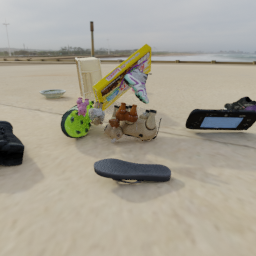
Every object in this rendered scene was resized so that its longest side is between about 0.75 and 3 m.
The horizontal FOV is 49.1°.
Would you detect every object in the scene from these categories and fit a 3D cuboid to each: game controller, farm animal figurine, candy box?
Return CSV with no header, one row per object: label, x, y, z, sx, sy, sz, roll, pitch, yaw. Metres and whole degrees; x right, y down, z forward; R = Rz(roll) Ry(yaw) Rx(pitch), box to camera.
game controller,3.231,-0.271,9.751,2.370,0.499,1.236,1,-18,-1
farm animal figurine,-0.445,-0.161,9.371,2.561,1.288,2.068,10,1,41
candy box,-0.146,-1.901,10.706,0.367,1.421,2.781,41,71,20

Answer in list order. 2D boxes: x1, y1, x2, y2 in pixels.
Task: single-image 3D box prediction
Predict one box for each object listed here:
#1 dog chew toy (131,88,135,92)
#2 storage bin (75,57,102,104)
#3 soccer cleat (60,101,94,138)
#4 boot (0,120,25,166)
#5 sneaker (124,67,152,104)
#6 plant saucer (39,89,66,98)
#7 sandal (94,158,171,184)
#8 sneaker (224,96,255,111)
dog chew toy,0.644,-2.640,18.895,0.876,0.546,0.546,-4,15,16
storage bin,-2.113,-2.632,15.416,1.147,2.429,2.447,-9,18,-12
soccer cleat,-1.963,-0.256,10.228,1.211,1.008,2.987,-19,15,13
boot,-4.194,0.451,7.909,2.117,0.843,2.569,-10,24,-26
sneaker,0.583,-1.637,10.383,0.960,1.372,0.533,-44,25,-11
plant saucer,-4.578,-2.071,17.094,1.575,0.395,1.575,-1,17,0
sandal,0.099,1.087,6.490,1.826,0.391,0.694,8,22,-7
sneaker,5.258,-1.068,12.818,0.745,0.862,1.969,-8,18,-25
